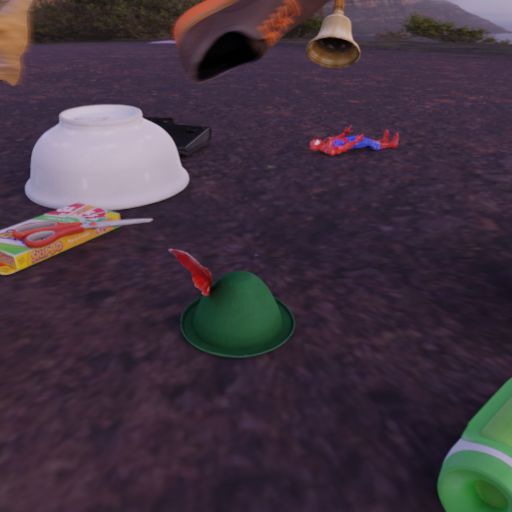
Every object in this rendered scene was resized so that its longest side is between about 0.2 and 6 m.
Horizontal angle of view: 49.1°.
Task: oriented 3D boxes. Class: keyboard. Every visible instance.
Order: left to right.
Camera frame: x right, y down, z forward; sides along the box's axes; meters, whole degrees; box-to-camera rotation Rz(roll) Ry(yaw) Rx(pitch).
[{"bbox_3d":[-3.319,-3.398,15.794,4.087,0.524,2.454,9,34,17],"label":"keyboard"}]

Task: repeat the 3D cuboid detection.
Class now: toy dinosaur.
[{"bbox_3d":[-2.967,-2.723,6.641,1.088,0.619,2.049,8,62,-13],"label":"toy dinosaur"}]

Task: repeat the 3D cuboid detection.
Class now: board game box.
[{"bbox_3d":[-3.660,-0.359,9.762,1.160,0.364,2.428,16,33,31],"label":"board game box"}]

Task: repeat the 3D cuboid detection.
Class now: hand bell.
[{"bbox_3d":[1.529,-4.538,10.282,0.979,1.880,0.979,9,-13,2],"label":"hand bell"}]

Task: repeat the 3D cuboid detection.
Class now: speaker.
[{"bbox_3d":[2.459,1.644,5.005,0.901,0.901,2.037,23,35,39],"label":"speaker"}]

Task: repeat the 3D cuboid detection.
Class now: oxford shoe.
[{"bbox_3d":[0.184,-2.425,5.678,2.161,0.769,0.784,-26,55,19],"label":"oxford shoe"}]

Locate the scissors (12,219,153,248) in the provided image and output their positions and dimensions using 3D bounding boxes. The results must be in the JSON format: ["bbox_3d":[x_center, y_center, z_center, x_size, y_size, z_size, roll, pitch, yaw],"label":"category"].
[{"bbox_3d":[-2.955,-0.540,9.597,2.235,0.156,0.817,-17,31,-29],"label":"scissors"}]

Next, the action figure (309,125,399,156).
[{"bbox_3d":[2.569,-3.078,15.044,2.472,0.639,0.809,-12,31,-17],"label":"action figure"}]

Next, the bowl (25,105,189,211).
[{"bbox_3d":[-3.322,-2.357,12.361,3.618,1.626,3.618,0,25,0],"label":"bowl"}]

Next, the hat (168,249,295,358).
[{"bbox_3d":[-0.242,0.231,7.031,1.522,1.617,1.837,-3,26,-5],"label":"hat"}]
